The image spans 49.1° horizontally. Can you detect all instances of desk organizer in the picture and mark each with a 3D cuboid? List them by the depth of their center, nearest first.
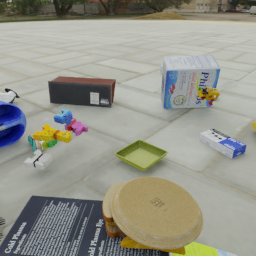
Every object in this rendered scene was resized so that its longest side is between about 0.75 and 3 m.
[{"bbox_3d":[-2.082,-1.747,13.111,2.974,1.067,1.145,5,25,10],"label":"desk organizer"}]

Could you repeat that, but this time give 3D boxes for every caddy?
[{"bbox_3d":[-4.502,-0.062,9.314,2.124,1.501,1.115,-21,28,-34],"label":"caddy"}]

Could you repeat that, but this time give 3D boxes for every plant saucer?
[{"bbox_3d":[0.417,0.883,8.732,1.229,0.294,1.227,23,35,37],"label":"plant saucer"}]

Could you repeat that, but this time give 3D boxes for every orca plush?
[{"bbox_3d":[-5.810,-1.138,12.081,0.931,1.378,2.619,-28,26,14],"label":"orca plush"}]

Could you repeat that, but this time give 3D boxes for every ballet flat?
[{"bbox_3d":[-3.015,0.512,9.363,0.424,0.430,1.262,-4,26,-30],"label":"ballet flat"}]

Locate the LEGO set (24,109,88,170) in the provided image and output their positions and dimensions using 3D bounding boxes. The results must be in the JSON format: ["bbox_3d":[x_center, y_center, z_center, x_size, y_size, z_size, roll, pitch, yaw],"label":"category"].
[{"bbox_3d":[-1.982,0.236,8.473,0.999,0.929,2.435,16,41,20],"label":"LEGO set"}]

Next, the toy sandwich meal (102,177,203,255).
[{"bbox_3d":[0.289,1.075,3.455,1.258,0.431,1.258,7,29,-4],"label":"toy sandwich meal"}]

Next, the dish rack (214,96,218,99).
[{"bbox_3d":[3.909,-1.542,13.646,0.861,0.187,0.739,-2,28,-4],"label":"dish rack"}]

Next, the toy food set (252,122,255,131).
[{"bbox_3d":[5.313,0.243,9.553,1.627,0.903,2.765,-18,20,19],"label":"toy food set"}]

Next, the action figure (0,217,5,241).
[{"bbox_3d":[-2.962,2.287,5.615,1.222,0.624,0.726,-32,53,20],"label":"action figure"}]

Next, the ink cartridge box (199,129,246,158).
[{"bbox_3d":[3.174,0.491,9.483,0.670,0.315,1.426,-17,32,-28],"label":"ink cartridge box"}]

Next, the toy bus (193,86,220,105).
[{"bbox_3d":[2.962,-1.307,10.391,0.811,0.444,0.859,37,44,10],"label":"toy bus"}]

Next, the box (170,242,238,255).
[{"bbox_3d":[1.558,2.591,4.614,1.930,0.460,1.177,20,25,-11],"label":"box"}]

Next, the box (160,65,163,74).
[{"bbox_3d":[2.527,-3.591,17.310,0.811,0.533,0.816,-17,31,-30],"label":"box"}]

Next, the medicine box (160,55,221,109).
[{"bbox_3d":[2.604,-1.970,12.131,2.200,2.004,1.132,-2,42,-1],"label":"medicine box"}]

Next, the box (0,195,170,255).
[{"bbox_3d":[-0.475,2.210,3.966,2.016,2.214,1.153,3,27,5],"label":"box"}]
